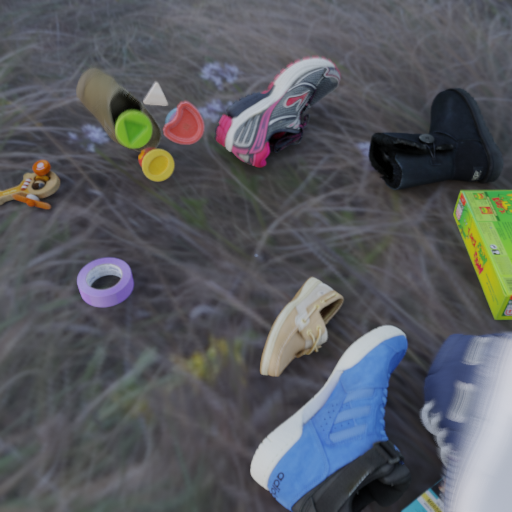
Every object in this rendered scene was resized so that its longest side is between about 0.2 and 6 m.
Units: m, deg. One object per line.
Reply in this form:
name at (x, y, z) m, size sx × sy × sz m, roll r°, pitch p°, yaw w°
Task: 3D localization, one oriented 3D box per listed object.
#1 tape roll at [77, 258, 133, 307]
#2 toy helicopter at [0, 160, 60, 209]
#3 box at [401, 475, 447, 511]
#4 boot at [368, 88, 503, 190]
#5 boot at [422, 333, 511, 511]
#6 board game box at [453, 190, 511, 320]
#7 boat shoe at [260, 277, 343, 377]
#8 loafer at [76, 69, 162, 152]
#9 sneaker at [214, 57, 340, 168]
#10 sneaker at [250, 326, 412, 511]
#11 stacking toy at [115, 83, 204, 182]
tape roll at (-2.385, 0.414, 8.881) m, size 0.834 × 0.273 × 0.834 m, roll 1°, pitch 45°, yaw -1°
toy helicopter at (-4.312, -1.168, 10.421) m, size 1.343 × 0.530 × 0.888 m, roll -18°, pitch 56°, yaw -3°
box at (2.047, 2.924, 6.377) m, size 1.056 × 0.260 × 0.434 m, roll -26°, pitch 51°, yaw -24°
boot at (3.328, -2.397, 11.140) m, size 2.247 × 1.021 × 2.674 m, roll -3°, pitch 51°, yaw -9°
boot at (2.522, 2.174, 6.606) m, size 1.291 × 1.039 × 2.857 m, roll -10°, pitch 40°, yaw 53°
board game box at (4.216, -0.092, 9.161) m, size 1.253 × 0.587 × 2.467 m, roll 0°, pitch 45°, yaw 0°
boat shoe at (0.701, 1.011, 7.910) m, size 0.674 × 0.719 × 1.950 m, roll 22°, pitch 42°, yaw 18°
loafer at (-2.466, -2.572, 10.633) m, size 0.781 × 2.315 × 0.880 m, roll 35°, pitch 90°, yaw 28°
sneaker at (0.648, -2.934, 11.651) m, size 1.209 × 1.306 × 3.238 m, roll 42°, pitch 66°, yaw 15°
sneaker at (1.354, 2.070, 6.661) m, size 1.487 × 1.026 × 2.674 m, roll 32°, pitch 56°, yaw 33°
stacking toy at (-1.866, -2.362, 10.481) m, size 1.544 × 1.397 × 0.652 m, roll -47°, pitch 31°, yaw 0°
